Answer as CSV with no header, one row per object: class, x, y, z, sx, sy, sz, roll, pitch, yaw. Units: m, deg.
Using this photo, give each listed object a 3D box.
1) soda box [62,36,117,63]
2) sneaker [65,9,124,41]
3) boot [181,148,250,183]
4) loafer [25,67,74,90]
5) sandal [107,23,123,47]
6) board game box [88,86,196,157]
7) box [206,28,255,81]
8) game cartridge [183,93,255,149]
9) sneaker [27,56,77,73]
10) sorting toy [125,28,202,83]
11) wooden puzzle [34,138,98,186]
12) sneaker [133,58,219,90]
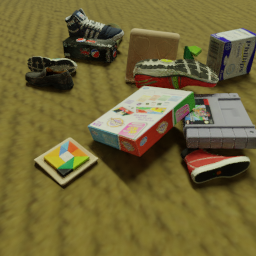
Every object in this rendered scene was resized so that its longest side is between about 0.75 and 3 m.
soda box,-1.755,-3.673,13.025,2.415,0.765,0.854,12,39,14
sneaker,-1.710,-4.907,13.506,2.933,1.591,1.028,2,41,22
boot,2.316,0.781,7.551,1.631,0.591,1.177,-10,38,-6
loafer,-3.123,-2.061,10.998,2.048,0.740,0.746,8,40,11
sandal,-0.870,-4.807,14.391,1.142,0.821,2.876,-2,40,4
board game box,0.427,-0.357,8.374,2.023,0.533,2.644,16,44,44
box,4.222,-3.016,11.472,1.793,1.649,0.941,-17,39,-20
game cartridge,2.629,-0.349,8.544,1.906,0.564,2.940,4,30,7
sneaker,-3.191,-2.611,11.878,2.081,0.806,0.829,5,19,-1
sorting toy,1.354,-2.647,10.901,2.794,2.065,0.411,11,14,12
wooden puzzle,-1.698,0.837,7.683,1.359,0.253,1.257,30,48,31
sneaker,1.685,-1.748,10.117,2.983,1.266,1.148,8,40,9
